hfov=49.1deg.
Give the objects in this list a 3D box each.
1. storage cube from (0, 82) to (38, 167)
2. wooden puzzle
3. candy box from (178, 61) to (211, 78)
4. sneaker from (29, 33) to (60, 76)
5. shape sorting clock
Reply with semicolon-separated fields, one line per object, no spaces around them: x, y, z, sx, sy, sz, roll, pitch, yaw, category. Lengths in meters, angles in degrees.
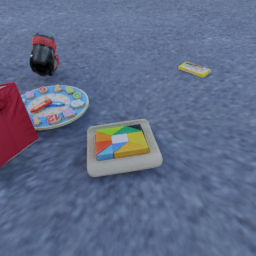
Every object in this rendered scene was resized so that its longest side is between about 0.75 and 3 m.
-2.873;-0.028;5.638;1.481;1.331;1.266;-4;25;25;storage cube
-0.153;0.333;6.273;1.552;0.312;1.678;-8;34;-4;wooden puzzle
2.353;-2.071;9.885;1.027;0.136;0.525;28;50;31;candy box
-2.634;-2.060;8.851;0.767;1.060;2.170;9;-9;-9;sneaker
-2.131;-0.630;7.542;2.135;0.419;2.135;-1;41;1;shape sorting clock
